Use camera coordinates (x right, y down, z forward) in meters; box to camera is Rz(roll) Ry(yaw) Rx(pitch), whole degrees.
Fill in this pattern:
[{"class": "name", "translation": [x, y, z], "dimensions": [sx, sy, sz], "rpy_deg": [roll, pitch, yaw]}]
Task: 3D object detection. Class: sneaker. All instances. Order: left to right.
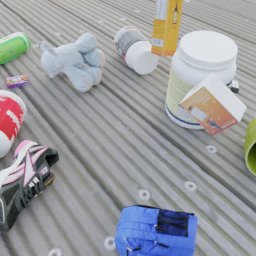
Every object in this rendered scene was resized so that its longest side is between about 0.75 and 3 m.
[{"class": "sneaker", "translation": [-2.789, 1.473, 7.911], "dimensions": [1.285, 1.196, 2.977], "rpy_deg": [5, 45, 3]}]

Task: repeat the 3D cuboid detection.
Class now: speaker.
[{"class": "speaker", "translation": [-5.913, -3.820, 13.567], "dimensions": [1.029, 1.029, 2.327], "rpy_deg": [26, 50, 25]}]

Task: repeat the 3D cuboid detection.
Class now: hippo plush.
[{"class": "hippo plush", "translation": [-2.612, -2.620, 12.004], "dimensions": [2.308, 2.287, 2.871], "rpy_deg": [2, 24, 45]}]

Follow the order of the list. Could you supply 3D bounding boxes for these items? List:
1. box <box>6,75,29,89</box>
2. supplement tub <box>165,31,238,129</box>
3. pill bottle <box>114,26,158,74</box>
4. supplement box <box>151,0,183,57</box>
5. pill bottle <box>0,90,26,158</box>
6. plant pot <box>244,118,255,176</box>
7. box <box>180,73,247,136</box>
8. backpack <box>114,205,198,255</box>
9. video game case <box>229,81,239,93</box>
[{"class": "box", "translation": [-4.853, -2.040, 12.297], "dimensions": [0.899, 0.176, 0.615], "rpy_deg": [-14, 45, -14]}, {"class": "supplement tub", "translation": [2.483, -1.611, 9.780], "dimensions": [2.111, 2.912, 2.111], "rpy_deg": [0, 49, 0]}, {"class": "pill bottle", "translation": [0.366, -3.612, 13.060], "dimensions": [1.393, 1.393, 2.446], "rpy_deg": [-14, 45, -14]}, {"class": "supplement box", "translation": [1.464, -3.943, 10.641], "dimensions": [0.762, 2.290, 0.788], "rpy_deg": [-15, 33, -36]}, {"class": "pill bottle", "translation": [-4.417, 0.056, 9.175], "dimensions": [1.455, 1.455, 2.592], "rpy_deg": [2, 44, 2]}, {"class": "plant pot", "translation": [4.415, 0.415, 8.868], "dimensions": [1.698, 1.698, 1.814], "rpy_deg": [5, 29, 6]}, {"class": "box", "translation": [2.444, -0.647, 8.079], "dimensions": [1.416, 1.078, 0.753], "rpy_deg": [44, 52, -3]}, {"class": "backpack", "translation": [0.577, 2.618, 6.454], "dimensions": [1.806, 1.468, 1.516], "rpy_deg": [10, 43, 11]}, {"class": "video game case", "translation": [3.727, -1.886, 11.709], "dimensions": [1.702, 0.217, 1.538], "rpy_deg": [14, 24, 14]}]
